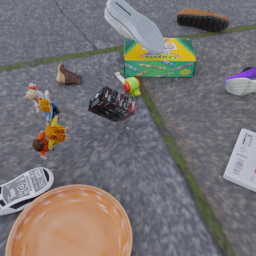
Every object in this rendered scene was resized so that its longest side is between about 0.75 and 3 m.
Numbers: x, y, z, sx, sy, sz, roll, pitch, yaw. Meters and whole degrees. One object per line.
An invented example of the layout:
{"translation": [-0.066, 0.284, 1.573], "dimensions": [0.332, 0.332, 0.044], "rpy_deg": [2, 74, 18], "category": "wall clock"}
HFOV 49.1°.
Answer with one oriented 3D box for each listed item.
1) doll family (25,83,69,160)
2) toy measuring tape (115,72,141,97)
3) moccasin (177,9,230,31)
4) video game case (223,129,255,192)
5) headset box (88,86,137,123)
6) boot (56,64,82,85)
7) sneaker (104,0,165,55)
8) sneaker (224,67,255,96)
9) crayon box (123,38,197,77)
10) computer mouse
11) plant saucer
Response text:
{"translation": [-2.006, -0.241, 7.244], "dimensions": [0.913, 1.258, 2.027], "rpy_deg": [-10, 84, 0], "category": "doll family"}
{"translation": [-0.019, -1.769, 10.423], "dimensions": [0.624, 0.624, 1.695], "rpy_deg": [-23, 52, -19], "category": "toy measuring tape"}
{"translation": [3.617, -5.253, 13.441], "dimensions": [2.474, 0.905, 0.955], "rpy_deg": [15, 58, 25], "category": "moccasin"}
{"translation": [4.360, 1.214, 7.951], "dimensions": [2.779, 0.250, 1.990], "rpy_deg": [23, 51, 19], "category": "video game case"}
{"translation": [-0.418, -0.645, 8.503], "dimensions": [1.277, 0.950, 0.493], "rpy_deg": [24, 60, -29], "category": "headset box"}
{"translation": [-2.277, -2.068, 10.919], "dimensions": [0.924, 0.402, 1.110], "rpy_deg": [5, 46, -11], "category": "boot"}
{"translation": [0.237, -3.553, 10.029], "dimensions": [2.540, 0.899, 0.928], "rpy_deg": [43, 68, -8], "category": "sneaker"}
{"translation": [4.412, -1.831, 10.449], "dimensions": [2.080, 0.723, 1.034], "rpy_deg": [-5, 44, -11], "category": "sneaker"}
{"translation": [1.218, -2.846, 11.230], "dimensions": [2.751, 0.801, 1.634], "rpy_deg": [1, 48, 1], "category": "crayon box"}
{"translation": [-3.022, 1.861, 7.216], "dimensions": [2.444, 0.536, 1.340], "rpy_deg": [-24, 47, -13], "category": "computer mouse"}
{"translation": [-1.303, 2.647, 6.473], "dimensions": [2.813, 0.526, 2.813], "rpy_deg": [-1, 48, 1], "category": "plant saucer"}
